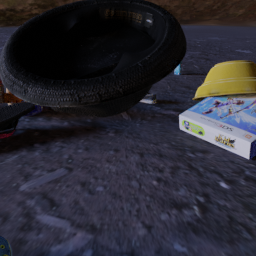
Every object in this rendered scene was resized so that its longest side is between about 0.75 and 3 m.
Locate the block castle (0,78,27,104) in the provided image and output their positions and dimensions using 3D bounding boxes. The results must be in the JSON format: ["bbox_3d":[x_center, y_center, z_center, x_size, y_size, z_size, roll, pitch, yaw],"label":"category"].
[{"bbox_3d":[-3.185,-1.614,10.038,2.881,1.351,1.925,-2,8,-6],"label":"block castle"}]

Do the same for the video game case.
[{"bbox_3d":[3.227,-0.360,8.210,2.561,0.582,2.322,-31,38,-28],"label":"video game case"}]

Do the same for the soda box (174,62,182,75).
[{"bbox_3d":[2.659,-3.291,14.784,0.291,0.905,0.307,15,28,29],"label":"soda box"}]

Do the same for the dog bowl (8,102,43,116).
[{"bbox_3d":[-3.645,-0.832,9.987,1.149,0.453,1.149,0,25,0],"label":"dog bowl"}]

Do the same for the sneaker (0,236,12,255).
[{"bbox_3d":[-1.730,1.912,3.463,2.478,0.938,1.301,11,26,24],"label":"sneaker"}]

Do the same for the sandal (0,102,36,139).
[{"bbox_3d":[-3.815,0.047,8.111,1.010,0.606,2.689,12,41,35],"label":"sandal"}]

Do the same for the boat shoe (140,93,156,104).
[{"bbox_3d":[0.466,-1.281,10.957,1.345,0.456,0.482,12,27,24],"label":"boat shoe"}]

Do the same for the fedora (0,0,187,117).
[{"bbox_3d":[-0.369,-0.729,3.431,2.108,0.963,2.108,-3,51,4],"label":"fedora"}]

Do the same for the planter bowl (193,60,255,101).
[{"bbox_3d":[3.655,-1.622,9.643,2.839,1.182,2.839,-2,0,0],"label":"planter bowl"}]
